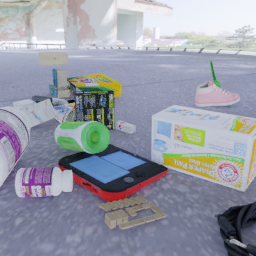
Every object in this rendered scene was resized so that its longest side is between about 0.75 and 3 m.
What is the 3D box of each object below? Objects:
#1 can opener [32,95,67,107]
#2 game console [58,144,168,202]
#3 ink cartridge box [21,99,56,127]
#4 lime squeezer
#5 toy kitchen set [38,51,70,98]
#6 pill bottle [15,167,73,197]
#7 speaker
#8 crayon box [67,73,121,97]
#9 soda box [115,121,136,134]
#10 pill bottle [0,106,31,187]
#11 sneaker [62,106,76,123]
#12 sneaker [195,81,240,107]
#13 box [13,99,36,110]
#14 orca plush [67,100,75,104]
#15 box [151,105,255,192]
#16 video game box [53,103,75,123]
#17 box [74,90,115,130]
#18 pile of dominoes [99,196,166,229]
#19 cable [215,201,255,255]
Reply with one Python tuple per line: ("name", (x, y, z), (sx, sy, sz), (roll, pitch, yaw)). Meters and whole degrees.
("can opener", (-3.681, -1.134, 12.980), (2.181, 0.574, 0.725), (13, 26, 31))
("game console", (-0.452, 1.041, 7.500), (2.388, 0.371, 2.112), (19, 28, 40))
("ink cartridge box", (-3.560, -0.535, 10.869), (1.361, 0.564, 0.992), (-23, 25, -9))
("lime squeezer", (4.670, -2.102, 14.549), (0.539, 1.009, 2.858), (-21, 62, 12))
("toy kitchen set", (-4.099, -2.907, 15.096), (1.419, 2.408, 1.929), (-9, 22, -24))
("pill bottle", (-1.913, 1.248, 6.501), (1.200, 0.674, 0.674), (-2, 21, -3))
("speaker", (-1.394, 0.234, 8.122), (0.932, 0.932, 2.107), (-15, 10, -35))
("crayon box", (-1.922, -2.264, 15.367), (2.234, 0.755, 2.590), (-15, 29, -25))
("soda box", (-0.104, -0.037, 10.503), (0.286, 0.268, 0.841), (-19, 27, -41))
("pill bottle", (-3.580, 0.392, 7.417), (1.631, 1.631, 2.905), (-1, 20, -3))
("sneaker", (-1.978, -0.404, 10.810), (0.732, 0.693, 1.781), (32, 42, 4))
("sneaker", (4.302, -1.695, 13.412), (2.159, 1.129, 0.813), (-4, 27, 4))
("box", (-4.593, -0.923, 12.526), (0.755, 0.496, 0.759), (19, 28, 40))
("orca plush", (-2.207, -1.133, 12.898), (0.930, 0.629, 1.768), (-19, 28, -41))
("box", (2.085, 0.406, 7.533), (2.658, 1.495, 1.347), (13, 24, 35))
("video game box", (-2.460, -0.644, 11.848), (1.385, 0.324, 1.262), (-17, 37, -38))
("box", (-1.211, -0.624, 10.311), (1.441, 1.492, 0.354), (-5, 28, -9))
("pile of dominoes", (0.068, 1.802, 5.900), (1.181, 0.188, 0.921), (-3, 19, -32))
("cable", (2.727, 1.909, 4.947), (2.102, 0.534, 1.715), (-2, 21, -7))
